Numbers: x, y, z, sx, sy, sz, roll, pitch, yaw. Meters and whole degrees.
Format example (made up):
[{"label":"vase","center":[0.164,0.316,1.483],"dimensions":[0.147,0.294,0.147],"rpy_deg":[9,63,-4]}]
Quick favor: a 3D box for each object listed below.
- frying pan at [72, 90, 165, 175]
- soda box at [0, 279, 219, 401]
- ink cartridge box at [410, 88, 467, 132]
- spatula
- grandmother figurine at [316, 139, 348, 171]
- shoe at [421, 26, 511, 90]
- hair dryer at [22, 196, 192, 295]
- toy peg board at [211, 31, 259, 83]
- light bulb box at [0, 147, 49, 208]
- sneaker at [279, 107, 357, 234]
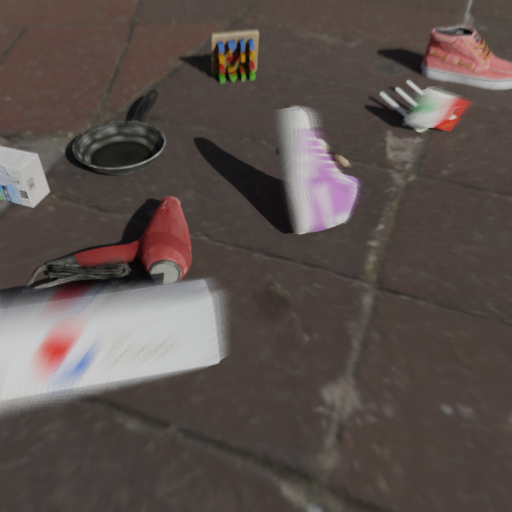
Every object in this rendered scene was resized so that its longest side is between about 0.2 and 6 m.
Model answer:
[{"label":"frying pan","center":[-2.811,-2.523,11.548],"dimensions":[1.797,0.484,2.971],"rpy_deg":[-7,42,-9]},{"label":"soda box","center":[-1.798,0.958,6.705],"dimensions":[2.584,0.880,0.823],"rpy_deg":[-8,14,-10]},{"label":"ink cartridge box","center":[3.762,-2.964,11.554],"dimensions":[0.919,0.740,0.230],"rpy_deg":[19,42,-4]},{"label":"spatula","center":[3.542,-3.363,12.505],"dimensions":[1.094,0.126,1.574],"rpy_deg":[-26,58,-14]},{"label":"grandmother figurine","center":[1.248,-1.570,10.338],"dimensions":[0.916,0.457,1.510],"rpy_deg":[-18,57,8]},{"label":"shoe","center":[5.296,-4.785,13.469],"dimensions":[2.453,1.116,0.876],"rpy_deg":[13,45,13]},{"label":"hair dryer","center":[-2.049,-0.101,8.755],"dimensions":[2.161,0.771,2.838],"rpy_deg":[25,48,25]},{"label":"toy peg board","center":[-0.474,-4.721,13.487],"dimensions":[1.135,1.130,0.555],"rpy_deg":[-9,59,-10]},{"label":"light bulb box","center":[-4.326,-1.424,10.091],"dimensions":[0.860,0.852,0.537],"rpy_deg":[13,44,15]},{"label":"sneaker","center":[1.053,-1.461,9.242],"dimensions":[1.173,2.057,0.745],"rpy_deg":[-12,18,-13]}]
